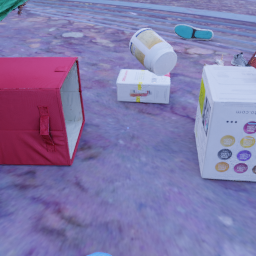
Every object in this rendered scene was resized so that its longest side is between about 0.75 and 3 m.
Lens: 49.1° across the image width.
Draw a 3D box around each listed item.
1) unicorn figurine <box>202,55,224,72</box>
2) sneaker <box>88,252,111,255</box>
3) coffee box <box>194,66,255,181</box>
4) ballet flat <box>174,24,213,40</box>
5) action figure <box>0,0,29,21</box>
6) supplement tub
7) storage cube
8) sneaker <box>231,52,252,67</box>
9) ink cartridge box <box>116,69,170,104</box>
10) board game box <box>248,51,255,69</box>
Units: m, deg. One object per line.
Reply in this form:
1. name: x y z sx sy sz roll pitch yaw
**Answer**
1. unicorn figurine: 3.973 -2.638 12.484 1.176 0.632 1.713 1 46 -17
2. sneaker: -0.098 2.445 4.241 2.317 0.878 1.217 3 32 6
3. coffee box: 2.954 -0.160 7.069 2.182 2.161 2.186 3 32 6
4. ballet flat: 4.055 -5.844 17.349 2.416 0.839 0.839 14 35 13
5. action figure: -3.202 -3.603 7.950 1.799 1.062 0.492 -8 -13 33
6. supplement tub: 0.667 -2.020 7.488 0.868 0.868 1.203 -17 51 -25
7. storage cube: -2.585 -0.533 7.599 2.353 2.238 2.618 1 33 2
8. sneaker: 5.408 -3.196 13.190 0.431 0.664 1.150 -23 39 -31
9. ink cartridge box: 0.606 -1.599 10.580 1.909 0.796 1.386 4 33 6
10. board game box: 3.359 -1.907 6.064 0.155 1.589 0.818 7 35 -30
